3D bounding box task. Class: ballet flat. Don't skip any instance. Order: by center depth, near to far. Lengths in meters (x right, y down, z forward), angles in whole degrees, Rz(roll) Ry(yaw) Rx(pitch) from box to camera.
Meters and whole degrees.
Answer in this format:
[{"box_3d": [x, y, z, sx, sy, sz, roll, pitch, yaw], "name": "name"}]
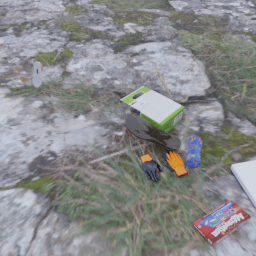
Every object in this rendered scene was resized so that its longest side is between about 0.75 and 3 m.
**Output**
[{"box_3d": [0.699, 0.159, 7.987, 1.730, 0.401, 0.583, 24, 82, 0], "name": "ballet flat"}]

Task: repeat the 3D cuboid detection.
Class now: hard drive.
[{"box_3d": [3.487, 1.527, 6.900, 1.162, 0.223, 1.761, -8, 42, -9], "name": "hard drive"}]

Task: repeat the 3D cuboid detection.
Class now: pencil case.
[{"box_3d": [1.770, 0.644, 7.461, 0.374, 0.416, 0.957, -5, 38, 22], "name": "pencil case"}]

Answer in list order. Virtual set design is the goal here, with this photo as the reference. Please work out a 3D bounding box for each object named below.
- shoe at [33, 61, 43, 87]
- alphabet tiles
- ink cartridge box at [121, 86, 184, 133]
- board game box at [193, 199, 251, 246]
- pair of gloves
[{"box_3d": [-3.289, -1.958, 10.310, 0.335, 0.936, 0.426, 1, 6, -3], "name": "shoe"}, {"box_3d": [1.166, -1.657, 9.554, 0.046, 1.228, 1.026, -25, 46, 14], "name": "alphabet tiles"}, {"box_3d": [0.748, -0.557, 8.922, 1.648, 0.624, 1.218, 33, 49, 28], "name": "ink cartridge box"}, {"box_3d": [2.116, 2.092, 6.285, 1.176, 0.114, 0.605, -23, 42, -23], "name": "board game box"}, {"box_3d": [0.950, 0.995, 7.589, 1.137, 0.141, 1.013, -11, 42, -12], "name": "pair of gloves"}]
